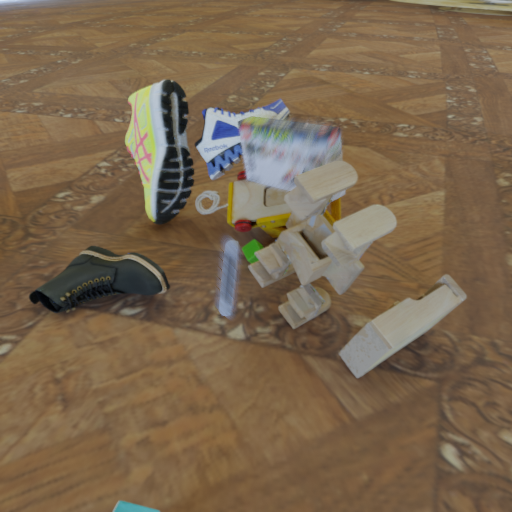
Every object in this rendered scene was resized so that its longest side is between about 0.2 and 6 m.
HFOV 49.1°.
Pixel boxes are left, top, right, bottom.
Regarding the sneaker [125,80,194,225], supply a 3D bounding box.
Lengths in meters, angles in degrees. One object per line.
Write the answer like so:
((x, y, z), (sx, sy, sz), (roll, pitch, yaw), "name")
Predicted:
((-2.166, -2.166, 11.956), (1.341, 2.969, 1.160), (6, 8, 31), "sneaker")

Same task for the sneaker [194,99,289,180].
((-0.432, -2.717, 11.602), (2.178, 1.258, 0.880), (-38, 2, 2), "sneaker")

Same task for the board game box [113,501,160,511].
((-1.293, 3.282, 4.644), (0.432, 1.389, 1.840), (8, 33, 13), "board game box")

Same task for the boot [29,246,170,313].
((-2.666, 0.600, 9.579), (2.124, 0.823, 1.469), (7, 35, 36), "boot")

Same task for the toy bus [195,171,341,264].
((0.489, -0.995, 11.403), (2.408, 1.319, 2.552), (-47, 57, 2), "toy bus")

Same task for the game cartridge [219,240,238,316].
((-0.352, 0.268, 7.091), (0.189, 0.925, 0.616), (6, 0, 1), "game cartridge")

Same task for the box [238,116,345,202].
((0.582, -1.748, 9.844), (0.375, 1.189, 2.161), (-29, 34, -32), "box")

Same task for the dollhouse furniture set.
((1.559, 0.198, 8.696), (1.744, 2.462, 2.681), (-24, 67, -31), "dollhouse furniture set")
